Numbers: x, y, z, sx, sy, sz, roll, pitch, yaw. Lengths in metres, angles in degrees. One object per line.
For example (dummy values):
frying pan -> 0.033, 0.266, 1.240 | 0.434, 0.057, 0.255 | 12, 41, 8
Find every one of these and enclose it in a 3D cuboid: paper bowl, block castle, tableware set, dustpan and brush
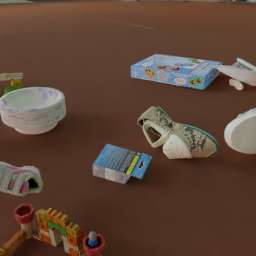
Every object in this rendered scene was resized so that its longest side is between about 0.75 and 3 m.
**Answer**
paper bowl -> -2.394, -0.422, 7.165 | 1.579, 0.821, 1.579 | 0, 29, 0
block castle -> -1.120, 1.603, 3.649 | 1.496, 0.702, 1.000 | 14, 31, 23
tableware set -> -4.788, -1.246, 9.172 | 2.733, 0.419, 1.841 | -6, 32, -13
dustpan and brush -> 4.567, -1.866, 9.701 | 2.715, 0.777, 1.895 | 38, 33, 27

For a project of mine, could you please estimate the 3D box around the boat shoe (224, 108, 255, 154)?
boat shoe -> 3.063, -0.094, 6.591 | 2.544, 0.916, 0.871 | -17, 22, -26

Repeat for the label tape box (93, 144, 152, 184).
label tape box -> -0.105, 0.739, 5.555 | 0.990, 0.327, 0.709 | 15, 36, 14

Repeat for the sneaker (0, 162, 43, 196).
sneaker -> -1.738, 0.791, 4.259 | 1.052, 0.428, 0.464 | 9, 12, -47

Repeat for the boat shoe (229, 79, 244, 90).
boat shoe -> 3.835, -1.536, 9.750 | 0.239, 0.288, 0.802 | -8, 24, -8

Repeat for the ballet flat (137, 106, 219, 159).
ballet flat -> 0.939, 0.200, 6.284 | 0.870, 0.783, 2.309 | -34, 36, -13

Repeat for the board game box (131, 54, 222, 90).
board game box -> 1.877, -2.247, 10.759 | 2.849, 0.521, 2.155 | 17, 33, 27
